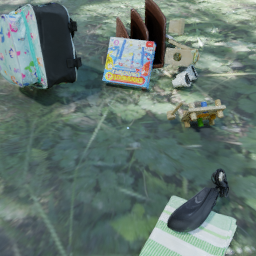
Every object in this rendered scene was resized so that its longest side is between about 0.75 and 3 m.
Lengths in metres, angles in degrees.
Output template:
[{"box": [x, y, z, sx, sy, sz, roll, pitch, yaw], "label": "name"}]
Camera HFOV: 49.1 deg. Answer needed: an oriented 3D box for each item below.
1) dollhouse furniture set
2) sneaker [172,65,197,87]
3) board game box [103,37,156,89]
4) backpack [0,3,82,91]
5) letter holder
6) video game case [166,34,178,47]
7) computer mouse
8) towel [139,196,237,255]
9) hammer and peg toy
[{"box": [2.181, -3.129, 10.223, 0.973, 1.548, 1.750, 14, 23, 24], "label": "dollhouse furniture set"}, {"box": [2.094, -1.892, 10.272, 0.626, 0.580, 1.544, -16, 16, 37], "label": "sneaker"}, {"box": [0.043, -2.320, 10.023, 1.630, 1.596, 0.456, 10, 0, 12], "label": "board game box"}, {"box": [-3.155, -2.625, 9.278, 2.250, 2.653, 2.989, -18, 23, -29], "label": "backpack"}, {"box": [0.445, -4.044, 11.563, 1.477, 2.088, 2.937, -7, 42, -9], "label": "letter holder"}, {"box": [1.707, -3.963, 12.382, 0.918, 0.111, 1.009, 35, 10, 23], "label": "video game case"}, {"box": [1.440, 1.539, 5.434, 1.533, 1.062, 0.404, -39, 49, -5], "label": "computer mouse"}, {"box": [1.153, 2.291, 5.501, 1.486, 0.228, 1.948, 17, 43, 26], "label": "towel"}, {"box": [1.928, -0.379, 8.083, 1.498, 1.102, 0.528, -5, 75, -4], "label": "hammer and peg toy"}]
